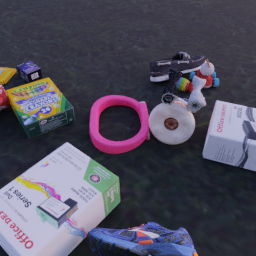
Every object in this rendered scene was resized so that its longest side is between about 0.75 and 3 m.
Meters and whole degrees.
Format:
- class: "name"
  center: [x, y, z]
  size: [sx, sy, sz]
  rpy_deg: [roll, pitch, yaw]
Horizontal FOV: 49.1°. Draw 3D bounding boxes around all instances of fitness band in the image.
- class: "fitness band"
  center: [-0.298, -0.236, 9.547]
  size: [2.003, 0.522, 2.789]
  rpy_deg: [-2, 41, -2]

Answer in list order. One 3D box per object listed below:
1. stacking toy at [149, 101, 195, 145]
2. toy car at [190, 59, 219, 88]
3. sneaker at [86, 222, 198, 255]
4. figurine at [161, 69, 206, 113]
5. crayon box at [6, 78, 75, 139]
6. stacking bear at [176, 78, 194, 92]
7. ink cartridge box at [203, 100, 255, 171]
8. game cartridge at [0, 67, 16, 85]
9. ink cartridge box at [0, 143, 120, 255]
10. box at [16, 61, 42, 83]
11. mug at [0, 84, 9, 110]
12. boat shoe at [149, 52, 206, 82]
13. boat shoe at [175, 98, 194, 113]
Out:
- class: "stacking toy"
  center: [1.592, -0.472, 9.438]
  size: [1.444, 1.444, 1.976]
  rpy_deg: [12, 29, 13]
- class: "toy car"
  center: [3.160, -2.318, 11.374]
  size: [1.048, 1.137, 1.006]
  rpy_deg: [-1, 42, -1]
- class: "sneaker"
  center: [0.301, 2.598, 6.283]
  size: [2.472, 0.931, 0.970]
  rpy_deg: [10, 31, 1]
- class: "figurine"
  center: [1.734, -1.206, 8.451]
  size: [1.288, 0.554, 1.256]
  rpy_deg: [17, 55, 1]
- class: "crayon box"
  center: [-3.275, -0.918, 10.159]
  size: [1.687, 0.692, 2.683]
  rpy_deg: [-24, 47, -24]
- class: "stacking bear"
  center: [2.269, -1.724, 11.172]
  size: [0.966, 0.549, 0.586]
  rpy_deg: [24, 23, 21]
- class: "ink cartridge box"
  center: [3.742, 0.282, 8.551]
  size: [2.513, 1.052, 1.823]
  rpy_deg: [14, 44, 15]
- class: "game cartridge"
  center: [-5.642, -2.271, 12.020]
  size: [1.266, 0.205, 1.116]
  rpy_deg: [5, 43, 7]
- class: "ink cartridge box"
  center: [-1.790, 1.856, 6.758]
  size: [1.950, 1.131, 2.693]
  rpy_deg: [29, 50, 28]
- class: "box"
  center: [-4.215, -2.402, 11.955]
  size: [0.922, 0.481, 0.682]
  rpy_deg: [33, 52, 31]
- class: "mug"
  center: [-5.110, -0.744, 9.769]
  size: [1.762, 1.175, 1.564]
  rpy_deg: [-28, 65, -33]
- class: "boat shoe"
  center: [2.135, -2.776, 11.937]
  size: [2.889, 0.872, 1.067]
  rpy_deg: [-21, 24, -20]
- class: "boat shoe"
  center: [2.076, -0.906, 10.434]
  size: [1.125, 0.405, 0.399]
  rpy_deg: [28, 39, 14]
